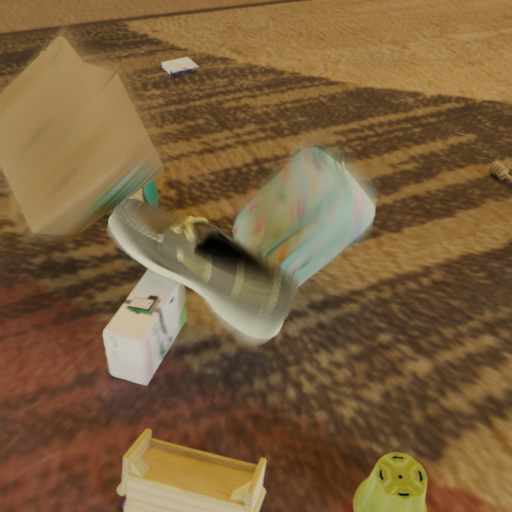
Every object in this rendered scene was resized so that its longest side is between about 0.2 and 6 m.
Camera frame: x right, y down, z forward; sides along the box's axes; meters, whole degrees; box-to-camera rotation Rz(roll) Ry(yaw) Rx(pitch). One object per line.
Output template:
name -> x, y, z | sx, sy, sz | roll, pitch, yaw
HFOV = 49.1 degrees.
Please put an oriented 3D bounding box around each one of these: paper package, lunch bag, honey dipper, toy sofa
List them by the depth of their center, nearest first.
toy sofa -> -0.660, 2.414, 5.875 | 1.459, 0.712, 0.604 | 10, 16, 12
paper package -> -2.535, -1.449, 7.786 | 1.802, 1.890, 0.978 | 62, 24, 8
lunch bag -> 0.666, -0.530, 8.243 | 2.036, 0.785, 1.633 | -44, 41, 17
honey dipper -> 4.926, -1.358, 10.571 | 0.240, 0.240, 1.266 | -17, 46, -20

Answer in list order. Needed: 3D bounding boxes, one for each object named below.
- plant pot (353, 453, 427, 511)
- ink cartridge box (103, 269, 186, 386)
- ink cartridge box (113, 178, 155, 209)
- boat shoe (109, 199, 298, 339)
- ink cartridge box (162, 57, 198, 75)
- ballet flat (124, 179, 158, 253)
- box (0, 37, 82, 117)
plant pot -> 1.417, 2.408, 5.691 | 0.772, 0.710, 0.772 | 1, 40, 0
ink cartridge box -> -1.410, 0.906, 7.314 | 0.530, 0.919, 1.258 | 14, 43, 12
ink cartridge box -> -2.623, -1.309, 10.488 | 1.112, 0.226, 1.115 | 9, 41, 11
boat shoe -> -0.693, -0.032, 7.255 | 2.733, 0.817, 0.977 | 34, 32, 11
ink cartridge box -> -2.026, -5.054, 14.994 | 0.771, 0.170, 0.785 | -20, 46, -22
ballet flat -> -2.010, -0.728, 9.506 | 0.703, 0.703, 2.024 | -7, 40, -8
box -> -2.893, -1.995, 8.622 | 1.647, 2.015, 0.214 | -33, 11, 20
